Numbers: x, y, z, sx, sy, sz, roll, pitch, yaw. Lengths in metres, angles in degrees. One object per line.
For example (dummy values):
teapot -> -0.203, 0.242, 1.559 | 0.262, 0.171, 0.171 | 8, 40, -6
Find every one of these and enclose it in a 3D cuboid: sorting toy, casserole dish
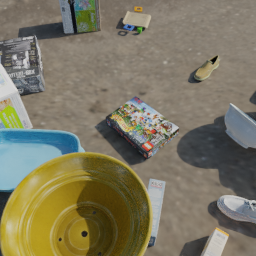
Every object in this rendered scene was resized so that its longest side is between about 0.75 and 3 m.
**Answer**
sorting toy -> 0.356, -4.219, 11.030 | 0.979, 0.237, 1.738 | 14, 53, 5
casserole dish -> -2.378, 0.822, 6.711 | 2.728, 0.529, 1.652 | 2, 53, -2

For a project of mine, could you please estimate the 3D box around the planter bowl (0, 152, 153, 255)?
planter bowl -> -0.912, 1.912, 5.513 | 2.751, 1.146, 2.751 | -1, 49, 1

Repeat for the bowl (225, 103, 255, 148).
bowl -> 2.977, 0.061, 7.143 | 1.446, 0.650, 1.446 | 34, 18, -13

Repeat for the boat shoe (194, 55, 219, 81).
boat shoe -> 2.564, -1.997, 9.091 | 0.437, 0.464, 1.219 | 32, 58, 23

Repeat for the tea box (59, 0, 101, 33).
tea box -> -1.787, -4.466, 10.418 | 1.441, 1.465, 0.979 | -8, 52, -7

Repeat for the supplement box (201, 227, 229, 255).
supplement box -> 1.662, 2.438, 5.529 | 0.288, 0.494, 0.783 | 28, 57, 18

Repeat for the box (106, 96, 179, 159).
box -> 0.363, -0.062, 7.562 | 1.146, 0.316, 1.678 | -37, 57, -22

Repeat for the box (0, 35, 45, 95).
box -> -4.128, -1.866, 8.838 | 2.749, 0.684, 2.168 | -13, 53, -10

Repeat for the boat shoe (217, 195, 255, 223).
boat shoe -> 2.734, 1.796, 6.018 | 1.532, 0.525, 0.552 | 23, 55, 18

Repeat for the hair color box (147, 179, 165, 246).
hair color box -> 0.512, 1.780, 5.980 | 0.370, 0.604, 1.221 | 11, 52, 8

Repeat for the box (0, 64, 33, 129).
box -> -4.052, -0.286, 7.070 | 2.621, 1.474, 1.328 | -28, 57, -21
